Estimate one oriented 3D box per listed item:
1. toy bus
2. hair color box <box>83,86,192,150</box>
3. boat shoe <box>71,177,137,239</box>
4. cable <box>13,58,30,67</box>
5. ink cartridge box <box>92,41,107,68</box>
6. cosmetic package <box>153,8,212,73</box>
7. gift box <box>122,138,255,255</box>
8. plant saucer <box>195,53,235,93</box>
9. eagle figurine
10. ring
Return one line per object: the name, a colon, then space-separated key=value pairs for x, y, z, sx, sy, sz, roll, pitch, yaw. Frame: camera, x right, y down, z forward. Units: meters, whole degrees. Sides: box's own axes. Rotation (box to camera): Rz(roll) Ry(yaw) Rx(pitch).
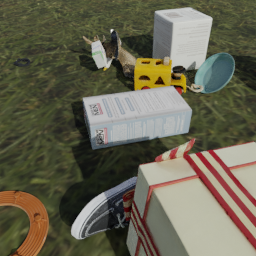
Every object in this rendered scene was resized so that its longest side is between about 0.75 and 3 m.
toy bus: x=1.328 y=-1.982 z=10.345 sx=2.331 sy=1.204 sz=2.199 roll=-26 pitch=43 yaw=-27
hair color box: x=0.230 y=-0.383 z=8.541 sx=2.987 sy=0.906 sz=1.479 roll=-9 pitch=39 yaw=-13
boat shoe: x=-0.205 y=1.739 z=5.866 sx=0.707 sy=0.748 sz=2.087 roll=30 pitch=32 yaw=31
cable: x=-4.709 y=-2.917 z=12.427 sx=0.764 sy=0.194 sz=0.623 roll=22 pitch=43 yaw=25
ink cartridge box: x=-1.168 y=-2.971 z=11.294 sx=0.395 sy=0.657 sz=0.904 roll=-18 pitch=49 yaw=9
cosmetic package: x=2.204 y=-3.762 z=11.932 sx=1.762 sy=2.118 sz=1.773 roll=-13 pitch=39 yaw=-16
gift box: x=1.501 y=1.615 z=4.434 sx=2.527 sy=2.738 sz=2.557 roll=-5 pitch=38 yaw=-22
plant saucer: x=3.257 y=-1.984 z=10.416 sx=0.301 sy=1.672 sz=1.672 roll=27 pitch=23 yaw=-35
eagle figurine: x=-0.505 y=-3.158 z=11.749 sx=1.807 sy=1.797 sz=2.381 roll=-18 pitch=29 yaw=-40
ring: x=-2.785 y=2.143 z=5.839 sx=2.190 sy=0.210 sz=2.190 roll=0 pitch=37 yaw=0
